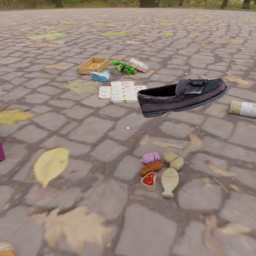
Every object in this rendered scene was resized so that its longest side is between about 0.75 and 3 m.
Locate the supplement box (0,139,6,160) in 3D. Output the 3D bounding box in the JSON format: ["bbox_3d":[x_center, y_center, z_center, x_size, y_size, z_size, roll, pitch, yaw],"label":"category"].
[{"bbox_3d":[-4.942,0.183,8.820,1.517,1.196,2.317,-16,33,-27],"label":"supplement box"}]

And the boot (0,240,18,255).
[{"bbox_3d":[-2.607,2.670,5.204,1.133,0.417,0.876,-22,40,-29],"label":"boot"}]

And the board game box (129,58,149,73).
[{"bbox_3d":[0.640,-3.630,16.210,1.122,0.260,0.850,24,31,-1],"label":"board game box"}]

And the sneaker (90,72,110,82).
[{"bbox_3d":[-1.450,-2.810,15.001,1.058,0.421,0.691,19,35,13],"label":"sneaker"}]

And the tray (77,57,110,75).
[{"bbox_3d":[-1.984,-3.674,16.531,1.155,0.434,2.342,7,29,13],"label":"tray"}]

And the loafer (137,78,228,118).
[{"bbox_3d":[1.271,-0.891,7.323,2.513,0.791,0.903,-14,24,39],"label":"loafer"}]

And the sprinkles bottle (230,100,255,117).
[{"bbox_3d":[4.906,-0.711,11.086,1.600,0.546,0.546,12,31,21],"label":"sprinkles bottle"}]

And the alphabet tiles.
[{"bbox_3d":[-0.221,-1.749,13.333,2.307,0.172,2.358,-2,30,-3],"label":"alphabet tiles"}]

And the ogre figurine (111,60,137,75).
[{"bbox_3d":[-0.220,-3.477,15.862,1.438,0.706,0.862,2,27,-1],"label":"ogre figurine"}]

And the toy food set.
[{"bbox_3d":[0.900,1.172,8.025,1.263,0.313,1.987,10,38,18],"label":"toy food set"}]
